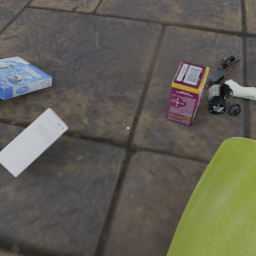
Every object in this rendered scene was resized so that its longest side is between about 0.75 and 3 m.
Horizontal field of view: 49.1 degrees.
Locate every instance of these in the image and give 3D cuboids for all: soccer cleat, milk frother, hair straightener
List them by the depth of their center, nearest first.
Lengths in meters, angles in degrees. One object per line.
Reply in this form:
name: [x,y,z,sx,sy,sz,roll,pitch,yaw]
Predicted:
milk frother: [3.027,-0.849,8.805,0.904,0.816,0.851,36,47,-27]
soccer cleat: [3.695,-1.156,9.112,1.297,0.449,0.503,31,62,30]
hair straightener: [3.372,-2.082,9.612,1.963,0.755,0.402,-36,55,-25]

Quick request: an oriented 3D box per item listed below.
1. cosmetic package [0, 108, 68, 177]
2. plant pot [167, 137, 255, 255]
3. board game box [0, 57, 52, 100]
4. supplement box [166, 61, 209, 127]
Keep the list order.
cosmetic package: [-2.371,0.327,7.092,1.709,0.920,0.725,-43,102,-9]
plant pot: [2.080,2.060,5.472,2.578,2.578,2.756,38,76,26]
board game box: [-3.801,-1.698,9.155,1.827,0.396,1.818,31,35,23]
supplement box: [1.715,-0.976,8.196,0.815,1.580,1.034,18,53,14]
